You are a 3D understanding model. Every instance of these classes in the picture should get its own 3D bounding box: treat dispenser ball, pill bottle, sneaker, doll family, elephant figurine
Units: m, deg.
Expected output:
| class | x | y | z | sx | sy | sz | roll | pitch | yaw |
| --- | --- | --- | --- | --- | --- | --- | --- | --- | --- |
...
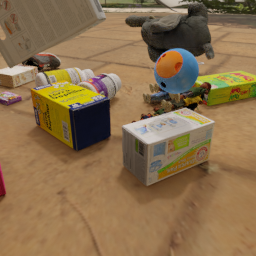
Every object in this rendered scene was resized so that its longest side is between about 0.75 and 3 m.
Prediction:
| class | x | y | z | sx | sy | sz | roll | pitch | yaw |
| --- | --- | --- | --- | --- | --- | --- | --- | --- | --- |
| treat dispenser ball | 1.058 | -1.242 | 6.147 | 0.971 | 0.971 | 0.971 | 0 | 27 | 0 |
| pill bottle | -1.011 | -1.386 | 10.116 | 1.003 | 1.003 | 1.801 | 15 | 31 | 27 |
| sneaker | -4.294 | -3.134 | 13.720 | 2.348 | 0.905 | 0.962 | 2 | 62 | -49 |
| doll family | 0.639 | -0.238 | 8.495 | 1.262 | 0.495 | 0.729 | -21 | 38 | -29 |
| pill bottle | -2.289 | -1.617 | 10.440 | 2.027 | 1.140 | 1.140 | -16 | 31 | -30 |
| elephant figurine | 1.010 | -2.435 | 7.430 | 2.086 | 1.476 | 1.619 | -4 | 9 | -1 |
| doll family | 1.745 | -1.205 | 9.737 | 1.653 | 1.122 | 2.860 | -18 | 29 | -22 |

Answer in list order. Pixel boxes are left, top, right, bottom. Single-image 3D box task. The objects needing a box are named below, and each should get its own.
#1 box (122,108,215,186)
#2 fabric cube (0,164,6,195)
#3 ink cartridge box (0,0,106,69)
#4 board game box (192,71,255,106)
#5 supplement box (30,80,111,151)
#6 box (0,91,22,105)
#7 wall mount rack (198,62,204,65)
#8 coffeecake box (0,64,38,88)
| class | x | y | z | sx | sy | sz | roll | pitch | yaw |
| --- | --- | --- | --- | --- | --- | --- | --- | --- | --- |
| box | 0.949 | 0.366 | 6.594 | 1.976 | 1.112 | 1.002 | -17 | 32 | -29 |
| fabric cube | -3.703 | 0.455 | 5.701 | 1.815 | 1.786 | 1.820 | -14 | 31 | -25 |
| ink cartridge box | -1.327 | -1.790 | 3.966 | 1.675 | 1.341 | 0.396 | -20 | 16 | 23 |
| board game box | 3.828 | -1.612 | 10.940 | 2.759 | 0.657 | 1.401 | -12 | 29 | -22 |
| supplement box | -1.666 | -0.452 | 8.066 | 1.212 | 1.220 | 2.227 | -24 | 35 | -38 |
| box | -4.546 | -1.122 | 10.513 | 0.926 | 0.181 | 0.634 | 17 | 32 | 29 |
| wall mount rack | 2.823 | -2.870 | 13.539 | 1.650 | 0.615 | 1.434 | 5 | 24 | 10 |
| coffeecake box | -4.977 | -2.354 | 12.496 | 1.170 | 0.557 | 1.524 | 13 | 30 | 23 |
